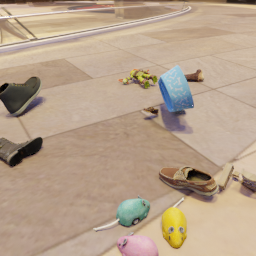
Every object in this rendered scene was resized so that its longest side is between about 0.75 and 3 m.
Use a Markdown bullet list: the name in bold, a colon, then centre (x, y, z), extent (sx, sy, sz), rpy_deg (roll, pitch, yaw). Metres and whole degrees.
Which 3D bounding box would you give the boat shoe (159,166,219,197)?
- **boat shoe**: centre (1.571, 1.270, 7.462), extent (1.679, 0.603, 0.636), rpy_deg (9, 45, 34)

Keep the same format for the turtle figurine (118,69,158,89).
- **turtle figurine**: centre (0.678, -2.640, 14.167), extent (2.119, 0.682, 1.709), rpy_deg (-22, 37, -33)

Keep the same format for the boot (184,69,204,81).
- **boot**: centre (3.430, -2.804, 14.704), extent (0.951, 0.414, 1.144), rpy_deg (2, 34, 0)

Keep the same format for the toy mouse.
- **toy mouse**: centre (0.261, 2.186, 6.266), extent (2.130, 0.464, 2.396), rpy_deg (4, 31, 6)

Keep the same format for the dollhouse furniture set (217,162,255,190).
- **dollhouse furniture set**: centre (3.201, 1.559, 7.292), extent (1.490, 0.772, 0.660), rpy_deg (22, 77, 32)

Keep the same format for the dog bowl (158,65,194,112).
- **dog bowl**: centre (1.732, -1.358, 10.626), extent (0.723, 1.626, 2.917), rpy_deg (-22, 1, 4)

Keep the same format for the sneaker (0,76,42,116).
- **sneaker**: centre (-4.352, -1.650, 11.400), extent (0.821, 1.167, 2.196), rpy_deg (-3, 46, 24)

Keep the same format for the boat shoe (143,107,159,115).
- **boat shoe**: centre (0.905, -0.708, 10.961), extent (0.769, 0.270, 0.271), rpy_deg (10, 7, -44)

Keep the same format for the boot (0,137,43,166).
- **boot**: centre (-3.669, 0.548, 8.977), extent (1.304, 0.518, 1.497), rpy_deg (20, 39, 29)
